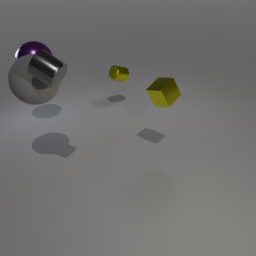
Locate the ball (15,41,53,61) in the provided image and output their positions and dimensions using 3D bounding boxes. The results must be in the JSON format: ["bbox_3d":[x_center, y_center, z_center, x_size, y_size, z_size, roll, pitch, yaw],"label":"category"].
[{"bbox_3d":[-3.517,-2.562,10.607,1.400,1.400,1.400,0,29,0],"label":"ball"}]

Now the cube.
[{"bbox_3d":[1.151,-1.156,9.061,0.700,0.700,0.700,-47,33,-23],"label":"cube"}]

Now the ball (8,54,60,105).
[{"bbox_3d":[-2.623,-1.355,7.893,1.400,1.400,1.400,0,29,0],"label":"ball"}]

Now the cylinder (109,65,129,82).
[{"bbox_3d":[-0.417,-2.522,13.043,0.700,0.700,0.700,-1,22,-43],"label":"cylinder"}]

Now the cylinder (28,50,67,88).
[{"bbox_3d":[-1.987,-1.460,6.952,0.700,0.700,0.700,32,33,1],"label":"cylinder"}]
